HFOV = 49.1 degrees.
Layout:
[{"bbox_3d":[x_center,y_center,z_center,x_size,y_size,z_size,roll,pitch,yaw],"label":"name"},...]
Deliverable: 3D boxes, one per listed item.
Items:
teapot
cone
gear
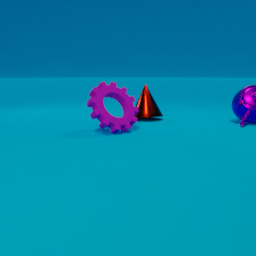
[{"bbox_3d":[3.665,-0.711,8.228,1.172,1.884,0.923,27,-18,21],"label":"teapot"},{"bbox_3d":[0.586,-0.894,9.089,1.075,1.079,1.075,-2,3,0],"label":"cone"},{"bbox_3d":[-0.365,-0.534,7.129,1.356,1.356,0.251,-9,-19,-38],"label":"gear"}]
